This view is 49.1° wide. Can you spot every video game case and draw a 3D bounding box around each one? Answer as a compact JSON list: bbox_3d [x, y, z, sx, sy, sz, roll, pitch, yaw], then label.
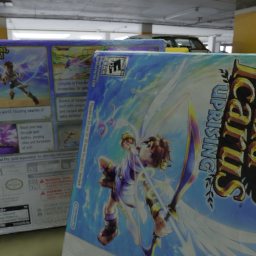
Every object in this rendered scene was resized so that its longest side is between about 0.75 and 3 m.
[{"bbox_3d":[-0.900,0.092,3.884,2.788,2.527,0.634,-4,17,-13],"label":"video game case"},{"bbox_3d":[0.463,0.485,2.750,2.177,2.402,0.546,10,2,30],"label":"video game case"}]

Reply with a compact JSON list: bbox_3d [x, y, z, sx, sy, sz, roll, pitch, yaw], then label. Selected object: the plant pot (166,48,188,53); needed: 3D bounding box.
[{"bbox_3d":[2.146,-3.348,16.474,2.335,2.335,2.060,7,27,23],"label":"plant pot"}]
